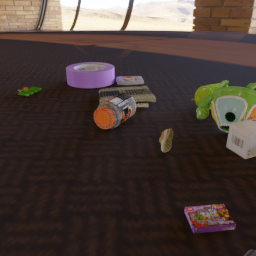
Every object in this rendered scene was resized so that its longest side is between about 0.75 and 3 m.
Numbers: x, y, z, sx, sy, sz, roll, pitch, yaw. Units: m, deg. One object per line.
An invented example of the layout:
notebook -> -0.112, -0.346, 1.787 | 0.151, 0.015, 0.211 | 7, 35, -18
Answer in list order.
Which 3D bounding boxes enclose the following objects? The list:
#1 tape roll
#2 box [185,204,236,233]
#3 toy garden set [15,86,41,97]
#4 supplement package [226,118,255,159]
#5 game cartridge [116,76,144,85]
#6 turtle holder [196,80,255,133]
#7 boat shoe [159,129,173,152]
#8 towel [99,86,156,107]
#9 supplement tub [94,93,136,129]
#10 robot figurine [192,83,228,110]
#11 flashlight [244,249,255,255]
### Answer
tape roll -> -2.329, -3.348, 17.492 | 2.962, 0.972, 2.962 | -1, 24, 0
box -> 1.906, 2.114, 6.579 | 0.994, 0.194, 0.680 | -3, 25, -6
toy garden set -> -5.569, -1.983, 15.432 | 1.037, 0.248, 1.244 | 12, 28, 20
supplement package -> 4.381, 0.297, 9.617 | 1.623, 0.952, 0.948 | -11, 27, -22
game cartridge -> 0.120, -2.956, 17.459 | 1.657, 0.339, 1.103 | -3, 29, -6
turtle holder -> 3.911, -0.770, 10.794 | 2.378, 1.689, 1.807 | 15, -12, 12
boat shoe -> 1.313, 0.468, 9.874 | 0.365, 0.399, 1.068 | -15, 31, 33
towel -> -0.093, -1.608, 14.509 | 2.810, 0.485, 2.706 | -5, 22, -6
supplement tub -> -0.533, -0.691, 11.528 | 1.135, 1.135, 1.852 | 13, 28, 26
robot figurine -> 4.032, -1.487, 13.239 | 1.991, 1.152, 1.747 | -12, 5, -22
flashlight -> 3.141, 2.236, 5.467 | 2.870, 0.975, 0.971 | -18, 3, -31
